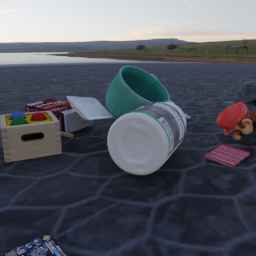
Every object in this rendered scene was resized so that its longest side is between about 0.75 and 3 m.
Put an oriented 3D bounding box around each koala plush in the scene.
[{"bbox_3d":[5.795,-1.184,11.274,2.323,2.060,2.135,-13,11,-27],"label":"koala plush"}]

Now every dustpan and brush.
[{"bbox_3d":[1.896,-0.736,12.277,1.810,0.518,1.264,10,37,37],"label":"dustpan and brush"}]

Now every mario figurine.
[{"bbox_3d":[4.208,0.100,9.165,2.643,1.401,1.632,12,-18,5],"label":"mario figurine"}]

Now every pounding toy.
[{"bbox_3d":[-2.804,-0.049,8.819,2.175,1.133,2.476,-8,19,-23],"label":"pounding toy"}]

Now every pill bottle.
[{"bbox_3d":[0.676,0.113,7.525,1.513,1.513,2.675,7,15,22],"label":"pill bottle"}]

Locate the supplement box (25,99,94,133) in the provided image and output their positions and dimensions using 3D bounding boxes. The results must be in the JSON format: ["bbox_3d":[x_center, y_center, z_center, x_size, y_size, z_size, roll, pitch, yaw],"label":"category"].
[{"bbox_3d":[-2.714,-0.536,11.025,2.532,0.771,1.378,11,22,35],"label":"supplement box"}]

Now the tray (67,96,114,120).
[{"bbox_3d":[-1.309,-0.640,9.823,1.105,0.228,2.058,45,17,12],"label":"tray"}]

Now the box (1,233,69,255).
[{"bbox_3d":[-1.316,1.900,4.023,0.763,0.191,0.769,-13,21,-37],"label":"box"}]

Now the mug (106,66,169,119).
[{"bbox_3d":[0.397,-1.064,10.749,2.604,1.610,2.139,-2,49,-44],"label":"mug"}]

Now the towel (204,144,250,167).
[{"bbox_3d":[2.799,0.771,7.858,0.855,0.133,1.183,18,26,41],"label":"towel"}]
